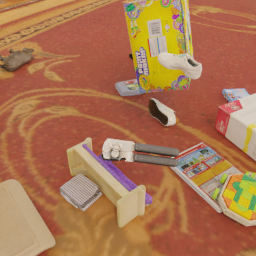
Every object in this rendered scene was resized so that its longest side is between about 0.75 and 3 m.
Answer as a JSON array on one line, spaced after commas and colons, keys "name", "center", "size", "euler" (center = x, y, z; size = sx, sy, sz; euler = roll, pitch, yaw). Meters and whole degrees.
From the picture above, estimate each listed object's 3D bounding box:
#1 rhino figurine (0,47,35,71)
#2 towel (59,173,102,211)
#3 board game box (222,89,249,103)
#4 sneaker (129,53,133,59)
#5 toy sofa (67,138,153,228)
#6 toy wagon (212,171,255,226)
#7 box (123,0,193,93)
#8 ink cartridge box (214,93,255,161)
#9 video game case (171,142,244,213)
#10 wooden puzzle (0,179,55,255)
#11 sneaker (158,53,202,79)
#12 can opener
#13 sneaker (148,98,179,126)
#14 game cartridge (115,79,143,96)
[{"name": "rhino figurine", "center": [-5.781, -3.706, 14.755], "size": [1.100, 0.752, 2.515], "euler": [21, 40, 12]}, {"name": "towel", "center": [-1.333, 1.778, 7.887], "size": [0.977, 0.418, 0.809], "euler": [28, 46, 31]}, {"name": "board game box", "center": [4.762, -1.281, 12.012], "size": [0.985, 0.238, 1.302], "euler": [-2, 38, -3]}, {"name": "sneaker", "center": [0.572, -3.971, 15.467], "size": [1.032, 0.361, 0.464], "euler": [7, 31, 3]}, {"name": "toy sofa", "center": [-0.514, 1.357, 7.898], "size": [1.270, 1.078, 2.603], "euler": [-27, 45, -29]}, {"name": "toy wagon", "center": [3.244, 1.775, 7.721], "size": [1.470, 0.375, 1.894], "euler": [28, 47, 19]}, {"name": "box", "center": [1.284, -3.105, 9.918], "size": [1.769, 2.899, 2.793], "euler": [-3, 25, 19]}, {"name": "ink cartridge box", "center": [4.586, 0.052, 9.585], "size": [1.865, 1.072, 2.570], "euler": [-18, 41, -21]}, {"name": "video game case", "center": [2.511, 1.391, 8.566], "size": [1.617, 0.197, 2.261], "euler": [-22, 43, -25]}, {"name": "wooden puzzle", "center": [-3.565, 2.640, 6.768], "size": [2.821, 0.525, 2.610], "euler": [-21, 42, -32]}, {"name": "sneaker", "center": [1.391, -1.801, 7.437], "size": [1.270, 0.562, 0.478], "euler": [27, 67, 16]}, {"name": "can opener", "center": [0.257, 0.551, 6.103], "size": [1.688, 0.561, 0.444], "euler": [6, 75, 1]}, {"name": "sneaker", "center": [1.380, -0.601, 10.967], "size": [0.704, 0.606, 1.664], "euler": [-1, 37, -30]}, {"name": "game cartridge", "center": [0.268, -1.852, 12.745], "size": [1.501, 0.307, 0.999], "euler": [-13, 43, -16]}]
